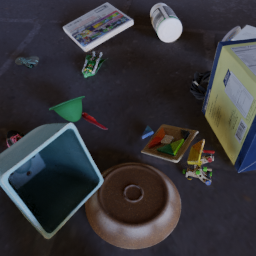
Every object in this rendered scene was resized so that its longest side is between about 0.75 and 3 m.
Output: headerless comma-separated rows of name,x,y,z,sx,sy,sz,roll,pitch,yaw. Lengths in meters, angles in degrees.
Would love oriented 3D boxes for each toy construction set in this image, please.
toy construction set,2.111,1.096,8.434,0.862,0.936,1.122,5,42,20

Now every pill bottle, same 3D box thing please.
pill bottle,1.937,-5.637,14.803,1.292,1.292,2.285,-6,46,-6

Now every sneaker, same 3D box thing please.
sneaker,-3.497,0.482,9.037,0.692,0.836,1.752,-30,51,-24
sneaker,-4.623,-2.973,12.731,1.220,0.460,0.484,-2,80,21

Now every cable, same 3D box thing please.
cable,3.744,-1.660,11.339,2.319,0.589,1.892,13,47,12

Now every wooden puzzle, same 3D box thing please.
wooden puzzle,1.335,0.410,8.963,2.388,0.279,1.611,6,44,36

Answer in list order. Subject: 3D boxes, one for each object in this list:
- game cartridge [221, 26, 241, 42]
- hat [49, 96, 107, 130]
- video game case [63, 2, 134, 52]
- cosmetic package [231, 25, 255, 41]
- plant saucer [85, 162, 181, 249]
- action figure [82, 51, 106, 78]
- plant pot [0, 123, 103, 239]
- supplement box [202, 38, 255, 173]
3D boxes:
game cartridge,4.980,-4.250,13.352,1.147,0.763,0.238,-45,42,2
hat,-1.932,-0.296,10.256,1.362,1.447,1.644,-26,8,-33
video game case,-1.619,-5.388,14.757,2.953,0.339,2.691,-33,52,-11
cosmetic package,5.391,-3.392,12.423,1.460,1.469,1.755,30,53,23
plant saucer,0.145,1.929,7.836,2.718,0.497,2.718,0,46,0
action figure,-1.624,-2.831,12.612,1.045,0.484,1.769,8,47,9
plant pot,-2.388,1.143,7.516,2.147,2.108,2.102,10,42,44
supplement box,4.035,-0.788,8.758,2.001,2.981,2.977,-8,46,-8
